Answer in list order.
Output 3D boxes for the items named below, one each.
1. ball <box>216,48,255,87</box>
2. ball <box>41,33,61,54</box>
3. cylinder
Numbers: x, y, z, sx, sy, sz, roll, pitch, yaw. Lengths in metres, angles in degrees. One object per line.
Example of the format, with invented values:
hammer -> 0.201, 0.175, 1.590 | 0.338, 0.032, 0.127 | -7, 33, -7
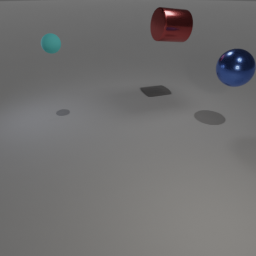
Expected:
ball -> 4.002, -2.236, 10.437 | 1.400, 1.400, 1.400 | 0, 28, 0
ball -> -2.775, -3.043, 10.095 | 0.700, 0.700, 0.700 | 0, 28, 0
cylinder -> 1.913, -4.557, 12.434 | 1.400, 1.400, 1.400 | -5, 28, -23
